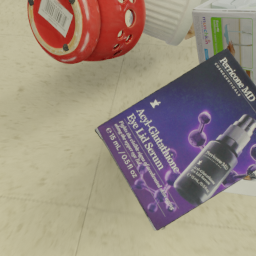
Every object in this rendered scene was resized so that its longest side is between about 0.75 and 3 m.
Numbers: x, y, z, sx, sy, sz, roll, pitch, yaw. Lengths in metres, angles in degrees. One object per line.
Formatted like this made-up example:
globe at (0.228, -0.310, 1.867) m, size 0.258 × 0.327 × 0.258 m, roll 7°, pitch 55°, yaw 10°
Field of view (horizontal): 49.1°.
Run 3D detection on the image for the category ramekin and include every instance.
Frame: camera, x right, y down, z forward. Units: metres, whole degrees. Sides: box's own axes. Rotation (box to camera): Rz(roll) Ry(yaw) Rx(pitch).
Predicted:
ramekin at (1.045, -3.966, 7.880) m, size 1.553 × 2.958 × 2.958 m, roll 11°, pitch 48°, yaw -6°

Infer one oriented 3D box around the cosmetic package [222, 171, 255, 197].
cosmetic package at (1.886, 0.849, 4.685) m, size 1.013 × 0.262 × 0.764 m, roll 5°, pitch 11°, yaw 13°

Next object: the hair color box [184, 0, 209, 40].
hair color box at (2.407, -3.754, 7.789) m, size 2.934 × 1.603 × 0.951 m, roll -5°, pitch 47°, yaw 55°

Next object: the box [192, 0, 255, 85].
box at (2.698, -0.981, 5.154) m, size 1.364 × 2.820 × 2.489 m, roll -37°, pitch 37°, yaw -24°

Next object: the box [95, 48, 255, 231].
box at (0.808, 0.167, 3.686) m, size 1.936 × 1.010 × 1.432 m, roll -33°, pitch 77°, yaw 0°

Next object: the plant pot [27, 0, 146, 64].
plant pot at (-0.948, -2.420, 6.077) m, size 2.085 × 2.085 × 1.899 m, roll 28°, pitch 37°, yaw 23°
